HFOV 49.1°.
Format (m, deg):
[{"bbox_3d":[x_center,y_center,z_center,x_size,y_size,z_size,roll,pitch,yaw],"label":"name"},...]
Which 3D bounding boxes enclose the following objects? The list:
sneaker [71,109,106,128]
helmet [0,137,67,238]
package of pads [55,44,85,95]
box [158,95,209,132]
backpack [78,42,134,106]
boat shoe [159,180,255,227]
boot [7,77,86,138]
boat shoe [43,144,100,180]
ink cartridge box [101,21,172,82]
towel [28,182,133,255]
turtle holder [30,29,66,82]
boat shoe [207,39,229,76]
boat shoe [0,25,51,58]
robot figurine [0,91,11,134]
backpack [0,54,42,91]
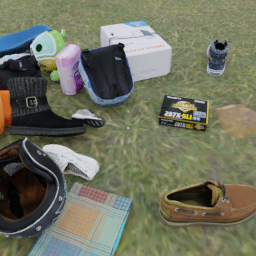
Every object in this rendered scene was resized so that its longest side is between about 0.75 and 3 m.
[{"bbox_3d":[-1.170,-0.343,8.513,1.272,0.470,0.505,12,58,36],"label":"sneaker"},{"bbox_3d":[-2.227,1.320,5.974,1.941,1.850,1.941,-29,15,9],"label":"helmet"},{"bbox_3d":[-1.984,-2.005,9.734,0.585,1.547,0.932,16,47,17],"label":"package of pads"},{"bbox_3d":[1.798,-0.505,9.010,1.490,0.368,1.190,10,46,10],"label":"box"},{"bbox_3d":[-0.699,-1.661,9.390,1.667,1.339,1.822,-17,80,-17],"label":"backpack"},{"bbox_3d":[1.951,1.668,6.326,2.507,0.852,0.902,-9,44,-10],"label":"boat shoe"},{"bbox_3d":[-2.285,-0.596,7.971,2.226,0.838,1.664,3,84,-14],"label":"boot"},{"bbox_3d":[-1.603,0.917,7.322,1.675,0.593,0.580,15,45,14],"label":"boat shoe"},{"bbox_3d":[0.252,-3.145,11.237,1.993,1.169,2.722,-15,44,-16],"label":"ink cartridge box"},{"bbox_3d":[-0.998,2.286,6.121,1.674,0.248,2.283,14,45,13],"label":"towel"},{"bbox_3d":[-2.908,-2.737,10.801,1.345,1.894,1.439,-20,15,-21],"label":"turtle holder"},{"bbox_3d":[3.706,-3.197,11.314,0.867,1.113,2.452,10,44,10],"label":"boat shoe"},{"bbox_3d":[-4.366,-3.358,11.665,2.798,0.960,1.177,-27,57,-24],"label":"boat shoe"},{"bbox_3d":[-4.537,-0.428,7.858,2.694,1.571,1.938,-9,24,-33],"label":"robot figurine"},{"bbox_3d":[-3.901,-1.855,9.659,1.225,1.616,1.936,8,38,15],"label":"backpack"}]
